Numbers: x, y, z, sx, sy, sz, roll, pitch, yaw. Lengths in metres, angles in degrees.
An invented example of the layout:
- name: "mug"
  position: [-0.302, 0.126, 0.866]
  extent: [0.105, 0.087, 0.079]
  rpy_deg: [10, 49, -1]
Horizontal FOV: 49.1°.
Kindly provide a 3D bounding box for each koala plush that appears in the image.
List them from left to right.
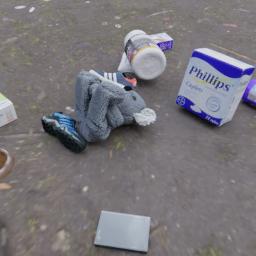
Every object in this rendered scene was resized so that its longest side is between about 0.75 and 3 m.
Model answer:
- name: "koala plush"
  position: [-0.477, -0.768, 11.209]
  extent: [2.801, 2.574, 2.484]
  rpy_deg: [-5, 25, -36]

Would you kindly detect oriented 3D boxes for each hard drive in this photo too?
- name: "hard drive"
  position: [-0.143, 3.018, 8.170]
  extent: [1.511, 0.248, 1.054]
  rpy_deg: [5, 43, 6]

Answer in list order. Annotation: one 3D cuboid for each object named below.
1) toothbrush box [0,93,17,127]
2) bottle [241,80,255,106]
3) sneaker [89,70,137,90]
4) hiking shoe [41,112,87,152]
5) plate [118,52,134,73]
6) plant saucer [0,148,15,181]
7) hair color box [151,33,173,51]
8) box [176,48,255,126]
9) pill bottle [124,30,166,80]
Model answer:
- name: "toothbrush box"
  position: [-5.973, -0.842, 11.935]
  extent: [2.021, 0.870, 1.472]
  rpy_deg: [32, 51, 31]
- name: "bottle"
  position: [6.500, -1.120, 12.169]
  extent: [1.224, 0.956, 2.929]
  rpy_deg: [-30, 50, -33]
- name: "sneaker"
  position: [-0.691, -2.361, 13.400]
  extent: [2.477, 0.929, 1.047]
  rpy_deg: [29, 72, 19]
- name: "hiking shoe"
  position: [-2.355, 0.006, 10.969]
  extent: [2.481, 0.923, 1.076]
  rpy_deg: [32, 52, 30]
- name: "plate"
  position: [0.616, -3.703, 15.484]
  extent: [2.085, 0.337, 2.081]
  rpy_deg: [6, 43, 7]
- name: "plant saucer"
  position: [-4.992, 1.304, 10.045]
  extent: [1.742, 0.279, 1.742]
  rpy_deg: [-1, 43, 1]
- name: "hair color box"
  position: [1.576, -5.068, 16.767]
  extent: [1.971, 0.639, 1.077]
  rpy_deg: [-18, 46, -16]
- name: "box"
  position: [3.499, -1.733, 11.573]
  extent: [2.272, 2.471, 1.296]
  rpy_deg: [34, 34, 31]
- name: "pill bottle"
  position: [0.738, -3.764, 14.081]
  extent: [1.650, 1.650, 2.835]
  rpy_deg: [-9, 40, -9]
